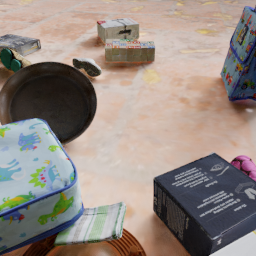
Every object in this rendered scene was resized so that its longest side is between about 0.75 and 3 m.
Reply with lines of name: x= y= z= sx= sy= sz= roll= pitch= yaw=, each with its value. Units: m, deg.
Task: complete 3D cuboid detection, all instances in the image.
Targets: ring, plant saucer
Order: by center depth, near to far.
ring: x=-0.698 y=2.162 z=4.145 sx=2.093 sy=0.201 sz=2.093 roll=-1 pitch=32 yaw=1
plant saucer: x=-2.010 y=-0.591 z=7.164 sx=2.448 sy=0.393 sz=2.448 roll=2 pitch=67 yaw=-5

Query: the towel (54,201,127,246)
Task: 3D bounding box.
towel: x=-0.604 y=1.573 z=4.660 sx=1.105 sy=0.170 sz=0.825 roll=-11 pitch=20 yaw=12

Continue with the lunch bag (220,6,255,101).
lunch bag: x=3.807 y=-2.390 z=8.606 sx=1.235 sy=2.626 sz=1.977 roll=4 pitch=35 yaw=6

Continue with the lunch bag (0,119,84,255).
lunch bag: x=-2.160 y=0.917 z=5.123 sx=2.114 sy=1.084 sz=2.630 roll=-19 pitch=37 yaw=-24

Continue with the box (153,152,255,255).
box: x=1.409 y=1.317 z=4.769 sx=1.452 sy=0.867 sz=1.477 roll=-17 pitch=35 yaw=-24

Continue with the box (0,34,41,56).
box: x=-5.033 y=-3.602 z=12.257 sx=1.882 sy=0.455 sz=1.490 roll=15 pitch=37 yaw=20

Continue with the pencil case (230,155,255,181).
pencil case: x=2.384 y=1.117 z=5.431 sx=0.552 sy=0.570 sz=1.217 roll=37 pitch=24 yaw=-25

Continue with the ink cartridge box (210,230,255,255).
ink cartridge box: x=1.617 y=1.963 z=3.379 sx=1.996 sy=1.443 sz=0.845 roll=-17 pitch=39 yaw=-23

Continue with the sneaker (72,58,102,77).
sneaker: x=-1.411 y=-2.332 z=10.370 sx=0.626 sy=0.549 sz=1.562 roll=-25 pitch=41 yaw=-35

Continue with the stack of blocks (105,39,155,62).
stack of blocks: x=0.077 y=-3.218 z=11.589 sx=2.005 sy=0.587 sz=1.154 roll=0 pitch=35 yaw=0

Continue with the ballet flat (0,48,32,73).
ballet flat: x=-4.126 y=-2.414 z=10.507 sx=0.710 sy=0.767 sz=2.176 roll=4 pitch=27 yaw=-45

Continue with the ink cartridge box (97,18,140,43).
ink cartridge box: x=-0.483 y=-4.809 z=13.733 sx=1.808 sy=0.757 sz=1.305 roll=-13 pitch=37 yaw=-17
